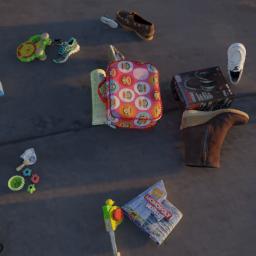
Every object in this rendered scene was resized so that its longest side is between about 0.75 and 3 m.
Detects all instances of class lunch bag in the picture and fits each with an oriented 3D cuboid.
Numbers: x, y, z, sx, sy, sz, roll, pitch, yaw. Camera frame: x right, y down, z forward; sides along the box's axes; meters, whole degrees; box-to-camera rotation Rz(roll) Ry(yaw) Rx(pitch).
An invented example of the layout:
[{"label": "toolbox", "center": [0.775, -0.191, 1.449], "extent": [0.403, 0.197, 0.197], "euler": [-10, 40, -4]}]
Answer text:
[{"label": "lunch bag", "center": [0.017, -1.408, 11.609], "extent": [2.554, 1.188, 2.899], "euler": [3, 65, -9]}]

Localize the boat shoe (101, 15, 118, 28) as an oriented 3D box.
[{"label": "boat shoe", "center": [-0.945, -5.755, 15.010], "extent": [1.126, 0.398, 0.359], "euler": [35, 66, 21]}]

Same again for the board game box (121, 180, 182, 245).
[{"label": "board game box", "center": [0.968, 2.761, 9.714], "extent": [1.722, 0.531, 1.721], "euler": [37, 66, 20]}]

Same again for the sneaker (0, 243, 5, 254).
[{"label": "sneaker", "center": [-4.545, 3.790, 9.062], "extent": [1.035, 0.593, 0.396], "euler": [18, 62, 8]}]

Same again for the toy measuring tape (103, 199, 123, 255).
[{"label": "toy measuring tape", "center": [-0.396, 3.307, 9.431], "extent": [0.673, 0.673, 1.830], "euler": [-13, 76, -8]}]

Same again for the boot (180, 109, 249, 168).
[{"label": "boot", "center": [3.464, 0.453, 11.084], "extent": [2.789, 1.009, 2.320], "euler": [1, 71, -1]}]

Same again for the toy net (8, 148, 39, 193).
[{"label": "toy net", "center": [-3.796, 1.527, 10.578], "extent": [0.954, 0.351, 1.819], "euler": [4, 58, 2]}]

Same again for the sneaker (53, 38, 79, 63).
[{"label": "sneaker", "center": [-3.069, -3.827, 13.638], "extent": [0.614, 0.722, 1.584], "euler": [32, 64, 18]}]

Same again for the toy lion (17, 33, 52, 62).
[{"label": "toy lion", "center": [-4.709, -3.951, 13.842], "extent": [1.490, 0.534, 1.554], "euler": [5, 66, 11]}]

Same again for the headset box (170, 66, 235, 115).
[{"label": "headset box", "center": [3.060, -1.572, 12.142], "extent": [2.385, 0.921, 1.775], "euler": [-11, 59, -8]}]

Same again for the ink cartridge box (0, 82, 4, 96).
[{"label": "ink cartridge box", "center": [-6.208, -1.777, 12.335], "extent": [1.084, 0.798, 0.784], "euler": [-19, 61, -11]}]

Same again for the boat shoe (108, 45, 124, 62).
[{"label": "boat shoe", "center": [-0.468, -3.269, 13.387], "extent": [0.588, 0.653, 1.816], "euler": [-10, 54, -22]}]

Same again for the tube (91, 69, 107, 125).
[{"label": "tube", "center": [-1.192, -1.323, 12.211], "extent": [0.762, 0.682, 2.626], "euler": [-26, 60, 28]}]

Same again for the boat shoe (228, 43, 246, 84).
[{"label": "boat shoe", "center": [4.742, -2.755, 12.217], "extent": [0.744, 2.022, 0.661], "euler": [-2, 56, 22]}]

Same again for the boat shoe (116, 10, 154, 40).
[{"label": "boat shoe", "center": [0.376, -5.596, 14.634], "extent": [2.540, 0.893, 0.894], "euler": [37, 64, 22]}]

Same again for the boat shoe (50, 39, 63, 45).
[{"label": "boat shoe", "center": [-3.738, -4.421, 14.269], "extent": [0.820, 0.277, 0.295], "euler": [2, 61, 4]}]
